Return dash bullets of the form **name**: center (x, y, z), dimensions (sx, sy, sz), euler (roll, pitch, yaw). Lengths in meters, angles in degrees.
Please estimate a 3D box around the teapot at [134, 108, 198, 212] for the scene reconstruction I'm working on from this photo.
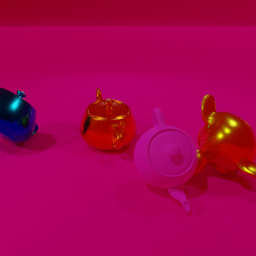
- **teapot**: center (0.624, 0.462, 4.271), dimensions (1.004, 1.614, 0.790), euler (-12, -14, -8)

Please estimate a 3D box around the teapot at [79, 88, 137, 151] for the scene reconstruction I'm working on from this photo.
- **teapot**: center (-0.433, -0.187, 5.962), dimensions (1.233, 0.971, 1.983), euler (-8, 34, -17)

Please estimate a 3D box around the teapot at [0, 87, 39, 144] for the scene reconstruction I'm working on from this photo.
- **teapot**: center (-2.488, -0.360, 5.727), dimensions (1.289, 2.074, 1.015), euler (18, 69, 26)

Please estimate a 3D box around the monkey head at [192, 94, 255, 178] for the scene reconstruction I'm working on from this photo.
- **monkey head**: center (1.510, 0.309, 4.673), dimensions (1.183, 0.991, 1.644), euler (-20, 67, -26)
